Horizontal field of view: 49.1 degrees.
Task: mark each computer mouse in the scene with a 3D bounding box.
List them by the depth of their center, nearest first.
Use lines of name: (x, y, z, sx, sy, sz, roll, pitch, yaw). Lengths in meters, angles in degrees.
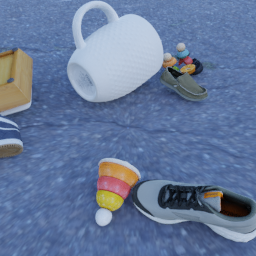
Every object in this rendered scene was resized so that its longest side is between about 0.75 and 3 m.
computer mouse: (2.277, -2.414, 10.338, 0.547, 0.317, 1.865, -39, 35, 16)

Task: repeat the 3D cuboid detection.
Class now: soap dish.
soap dish: (-3.726, -1.327, 8.126, 1.788, 0.923, 2.272, -17, 46, -1)

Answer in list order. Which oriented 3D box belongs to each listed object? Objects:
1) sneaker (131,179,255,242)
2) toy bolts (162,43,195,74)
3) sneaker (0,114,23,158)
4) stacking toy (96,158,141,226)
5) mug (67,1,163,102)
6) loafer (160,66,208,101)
sneaker: (1.224, 1.351, 5.235, 2.416, 0.958, 0.893, 8, 53, 18)
toy bolts: (1.813, -2.384, 9.586, 1.088, 0.790, 1.139, 6, 44, 41)
sneaker: (-3.495, 0.208, 6.647, 1.828, 0.641, 0.992, -2, 52, -24)
stacking toy: (-0.355, 1.337, 5.674, 0.937, 0.937, 1.283, 14, 60, 15)
mug: (-0.603, -2.223, 8.173, 2.062, 2.793, 2.449, 10, 41, 47)
loafer: (1.712, -1.380, 8.617, 1.667, 0.580, 0.627, 31, 48, 22)
